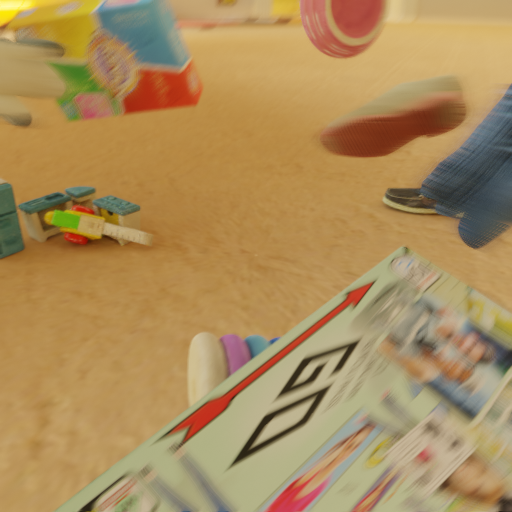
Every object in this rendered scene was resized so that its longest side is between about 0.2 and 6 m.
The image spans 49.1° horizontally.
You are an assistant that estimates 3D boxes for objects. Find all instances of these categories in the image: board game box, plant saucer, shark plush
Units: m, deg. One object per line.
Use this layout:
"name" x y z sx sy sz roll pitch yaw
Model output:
"board game box" -2.286 -3.079 8.756 2.422 1.853 0.488 -3 53 17
"plant saucer" 1.089 -2.921 6.462 1.230 1.230 0.312 -14 26 -25
"board game box" 0.775 1.708 3.182 2.772 0.600 4.120 36 49 27
"shark plush" -3.394 -2.296 6.491 2.332 1.059 0.971 8 25 -31

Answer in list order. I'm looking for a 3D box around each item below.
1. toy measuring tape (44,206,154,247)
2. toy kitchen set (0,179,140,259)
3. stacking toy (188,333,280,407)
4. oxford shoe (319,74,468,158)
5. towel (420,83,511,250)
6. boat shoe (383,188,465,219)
"toy measuring tape" -2.367 -0.392 8.509 1.649 0.607 0.607 13 28 -4
"toy kitchen set" -2.888 -0.623 8.254 1.480 1.088 1.848 21 35 34
"stacking toy" 0.517 1.165 5.291 2.232 0.953 0.953 0 27 -15
"oxford shoe" 1.905 -1.965 7.941 2.083 0.737 0.769 -9 50 27
"towel" 3.123 -1.735 5.151 2.010 3.600 0.874 -20 59 -47
"boat shoe" 3.133 -1.047 9.558 1.868 0.614 0.667 10 30 19
